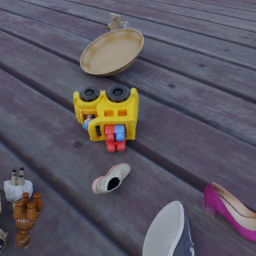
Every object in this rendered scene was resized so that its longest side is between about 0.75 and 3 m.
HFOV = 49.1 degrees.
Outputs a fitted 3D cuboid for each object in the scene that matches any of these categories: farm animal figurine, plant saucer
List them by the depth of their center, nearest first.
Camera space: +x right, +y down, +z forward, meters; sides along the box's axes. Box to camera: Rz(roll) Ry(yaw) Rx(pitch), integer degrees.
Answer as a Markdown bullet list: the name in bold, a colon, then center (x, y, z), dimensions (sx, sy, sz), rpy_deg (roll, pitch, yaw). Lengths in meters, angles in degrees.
- **farm animal figurine**: center (-2.791, 1.753, 5.067), dimensions (2.335, 1.218, 2.310), rpy_deg (-4, 18, -27)
- **plant saucer**: center (-0.588, -2.884, 10.989), dimensions (2.658, 0.471, 2.658), rpy_deg (-13, 49, 15)

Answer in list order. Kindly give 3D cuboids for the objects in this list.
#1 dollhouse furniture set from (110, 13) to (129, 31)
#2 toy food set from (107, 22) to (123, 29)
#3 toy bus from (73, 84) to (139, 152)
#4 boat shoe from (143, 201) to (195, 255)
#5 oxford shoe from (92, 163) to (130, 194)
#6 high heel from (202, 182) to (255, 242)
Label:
- **dollhouse furniture set**: center (-0.729, -4.068, 12.362), dimensions (1.545, 1.324, 1.624), rpy_deg (29, 46, 32)
- **toy food set**: center (-0.704, -5.754, 15.253), dimensions (0.746, 0.414, 1.268), rpy_deg (6, 38, 7)
- **toy bus**: center (-0.607, -0.164, 7.665), dimensions (1.820, 1.235, 1.747), rpy_deg (-1, 54, 2)
- **boat shoe**: center (0.781, 2.376, 4.851), dimensions (0.769, 0.891, 2.453), rpy_deg (43, 32, -15)
- **oxford shoe**: center (-0.253, 1.149, 6.290), dimensions (0.440, 0.422, 1.192), rpy_deg (-3, 19, 38)
- **high heel**: center (2.258, 1.668, 5.475), dimensions (1.644, 0.790, 0.554), rpy_deg (19, 42, 22)
